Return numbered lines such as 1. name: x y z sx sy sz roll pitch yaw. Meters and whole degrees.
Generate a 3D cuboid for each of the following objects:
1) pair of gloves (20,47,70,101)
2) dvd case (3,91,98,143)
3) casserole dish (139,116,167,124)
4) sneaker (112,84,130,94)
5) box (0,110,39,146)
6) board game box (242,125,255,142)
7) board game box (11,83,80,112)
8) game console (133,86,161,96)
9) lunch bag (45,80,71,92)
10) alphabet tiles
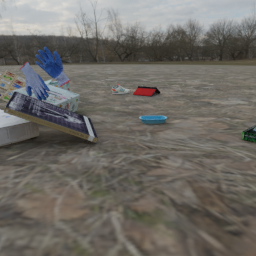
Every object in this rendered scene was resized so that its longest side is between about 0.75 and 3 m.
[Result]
1. pair of gloves: -2.364 -1.454 7.775 1.460 1.174 0.166 -31 6 18
2. dvd case: -1.787 -0.288 6.707 2.064 0.165 1.535 19 13 -21
3. casserole dish: 0.751 -0.244 8.377 0.840 0.163 0.509 -1 15 -5
4. sneaker: -0.347 -1.960 14.055 1.016 0.475 0.358 -9 17 -28
5. box: -3.805 -0.027 7.015 2.687 0.488 1.939 14 21 39
6. board game box: 3.875 0.071 7.089 1.148 0.257 2.192 11 19 43
7. board game box: -2.623 -0.871 9.124 1.469 0.640 1.991 18 17 6
8. game console: 0.936 -1.706 13.850 1.056 0.626 0.910 10 -13 30
9. lunch bag: -3.331 -1.619 12.016 1.151 0.824 1.351 0 9 44
10. alphabet tiles: -3.958 -1.377 9.871 2.087 0.094 2.497 24 22 -20
